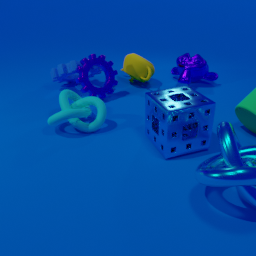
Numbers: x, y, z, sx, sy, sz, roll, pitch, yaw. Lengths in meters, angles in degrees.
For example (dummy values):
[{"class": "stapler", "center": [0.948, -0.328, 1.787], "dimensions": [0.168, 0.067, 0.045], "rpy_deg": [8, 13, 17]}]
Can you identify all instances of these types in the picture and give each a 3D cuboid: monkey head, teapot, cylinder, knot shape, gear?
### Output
[{"class": "monkey head", "center": [2.363, -2.072, 10.556], "dimensions": [1.898, 1.144, 1.365], "rpy_deg": [15, 74, 27]}, {"class": "teapot", "center": [0.309, -2.199, 10.594], "dimensions": [1.241, 0.977, 1.996], "rpy_deg": [23, 11, -37]}, {"class": "cylinder", "center": [3.598, -0.526, 7.373], "dimensions": [1.072, 1.072, 1.072], "rpy_deg": [-42, 41, -5]}, {"class": "knot shape", "center": [2.424, 0.808, 5.402], "dimensions": [1.934, 0.955, 2.067], "rpy_deg": [27, 34, 13]}, {"class": "gear", "center": [-1.828, -2.043, 10.084], "dimensions": [1.840, 0.340, 1.840], "rpy_deg": [-13, 1, 0]}, {"class": "knot shape", "center": [-1.462, -0.545, 7.922], "dimensions": [1.598, 0.738, 1.495], "rpy_deg": [-5, 38, -13]}, {"class": "gear", "center": [-1.016, -1.695, 9.254], "dimensions": [1.439, 1.439, 0.266], "rpy_deg": [-20, 11, -30]}]

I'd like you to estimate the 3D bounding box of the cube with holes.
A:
[{"class": "cube with holes", "center": [1.228, -0.195, 6.966], "dimensions": [1.228, 1.228, 1.228], "rpy_deg": [-11, 30, -17]}]
